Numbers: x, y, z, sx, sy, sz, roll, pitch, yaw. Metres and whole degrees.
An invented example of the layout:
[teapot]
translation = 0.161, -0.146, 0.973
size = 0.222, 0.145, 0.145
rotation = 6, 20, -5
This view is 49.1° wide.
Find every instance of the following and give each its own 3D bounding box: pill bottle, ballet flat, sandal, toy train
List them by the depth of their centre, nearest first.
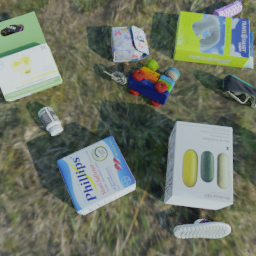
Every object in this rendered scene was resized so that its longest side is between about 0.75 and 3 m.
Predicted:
[sandal]
translation = 2.064, 2.758, 7.829
size = 1.595, 0.649, 0.392
rotation = -1, 37, -1
[pill bottle]
translation = -2.474, -0.212, 8.980
size = 0.496, 0.496, 0.877
rotation = -31, 71, -11
[ballet flat]
translation = 4.087, -1.079, 9.277
size = 2.087, 0.763, 0.763
rotation = 23, 70, 2
[toy train]
translation = 0.510, -1.837, 9.436
size = 2.325, 0.984, 1.345
rotation = 30, 61, 11

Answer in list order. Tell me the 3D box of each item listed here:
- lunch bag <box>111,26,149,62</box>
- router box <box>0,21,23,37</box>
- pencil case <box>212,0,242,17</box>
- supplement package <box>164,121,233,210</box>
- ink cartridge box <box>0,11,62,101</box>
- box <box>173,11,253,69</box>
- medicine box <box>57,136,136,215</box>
[lunch bag]
translation = 0.064, -2.994, 9.926
size = 1.269, 0.807, 1.076
rotation = -3, 70, -9
[router box]
translation = -4.212, -3.385, 10.045
size = 1.125, 0.839, 0.287
rotation = 18, 70, 6
[pencil case]
translation = 3.788, -4.445, 10.645
size = 1.168, 0.500, 0.490
rotation = -30, 67, -10
[supplement package]
translation = 1.942, 1.103, 7.892
size = 1.558, 1.546, 2.053
rotation = 7, 69, 3
[ink cartridge box]
translation = -3.557, -2.430, 9.300
size = 1.919, 0.633, 2.638
rotation = -21, 95, -7
[box]
translation = 3.155, -3.148, 10.048
size = 2.856, 0.680, 1.741
rotation = 8, 70, 4
[medicine box]
translation = -0.892, 1.380, 8.131
size = 1.762, 0.907, 1.605
rotation = -25, 70, -10
